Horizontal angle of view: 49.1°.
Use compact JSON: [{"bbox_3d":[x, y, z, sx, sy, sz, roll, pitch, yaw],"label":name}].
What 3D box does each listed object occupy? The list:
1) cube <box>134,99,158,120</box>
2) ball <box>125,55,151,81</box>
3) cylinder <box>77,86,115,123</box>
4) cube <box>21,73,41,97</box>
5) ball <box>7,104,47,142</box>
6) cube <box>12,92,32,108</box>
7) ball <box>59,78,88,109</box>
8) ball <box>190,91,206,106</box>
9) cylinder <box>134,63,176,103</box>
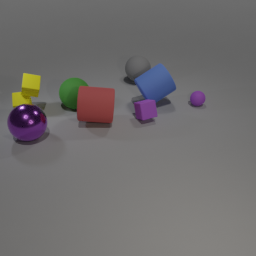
[{"bbox_3d":[0.734,-0.769,11.721,0.700,0.700,0.700,-15,13,-19],"label":"cube"},{"bbox_3d":[0.541,-3.234,15.193,1.400,1.400,1.400,0,31,0],"label":"ball"},{"bbox_3d":[-1.278,-0.938,11.256,1.400,1.400,1.400,4,31,-5],"label":"cylinder"},{"bbox_3d":[-4.128,-1.805,11.906,0.700,0.700,0.700,6,66,-21],"label":"cube"},{"bbox_3d":[-3.703,-0.201,10.344,1.400,1.400,1.400,0,31,0],"label":"ball"},{"bbox_3d":[-4.632,-1.111,12.290,0.700,0.700,0.700,-8,65,-11],"label":"cube"},{"bbox_3d":[-2.388,-1.561,12.602,1.400,1.400,1.400,0,31,0],"label":"ball"},{"bbox_3d":[3.232,-1.373,12.982,0.700,0.700,0.700,0,31,0],"label":"ball"},{"bbox_3d":[1.224,-1.953,12.641,1.400,1.400,1.400,-32,34,3],"label":"cylinder"}]
